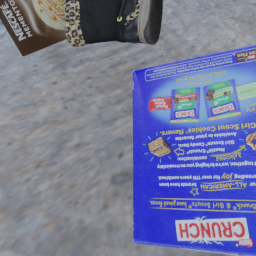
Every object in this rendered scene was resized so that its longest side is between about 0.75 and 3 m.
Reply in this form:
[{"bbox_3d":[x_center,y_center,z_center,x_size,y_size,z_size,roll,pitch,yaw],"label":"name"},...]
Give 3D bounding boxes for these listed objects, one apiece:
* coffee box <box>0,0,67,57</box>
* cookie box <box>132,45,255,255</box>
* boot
[{"bbox_3d":[-1.536,-3.117,6.784,2.997,1.714,1.195,-17,29,16],"label":"coffee box"},{"bbox_3d":[1.163,0.326,3.931,2.153,0.946,2.517,-6,76,27],"label":"cookie box"},{"bbox_3d":[-0.239,-2.750,5.661,1.886,0.917,2.505,-1,77,22],"label":"boot"}]
